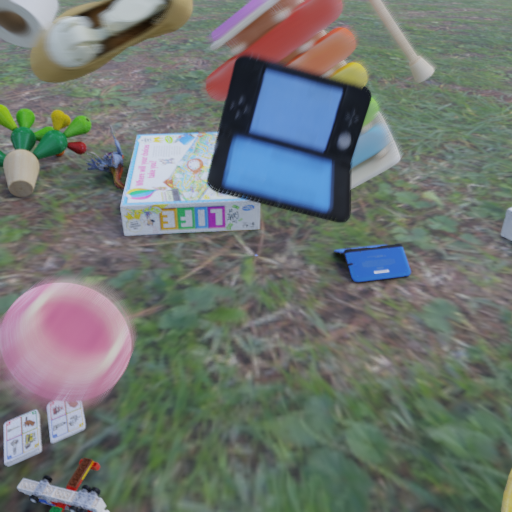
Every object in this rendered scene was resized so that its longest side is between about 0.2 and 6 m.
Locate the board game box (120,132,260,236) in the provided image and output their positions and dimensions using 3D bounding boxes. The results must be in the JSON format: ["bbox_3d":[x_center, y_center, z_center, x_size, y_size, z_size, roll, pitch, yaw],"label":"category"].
[{"bbox_3d":[-1.284,-1.567,11.100,2.379,0.606,3.539,-3,32,-5],"label":"board game box"}]

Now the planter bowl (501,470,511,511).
[{"bbox_3d":[3.182,2.652,3.537,3.352,1.396,3.352,-1,32,0],"label":"planter bowl"}]

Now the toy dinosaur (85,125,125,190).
[{"bbox_3d":[-3.103,-1.941,11.983,0.806,1.535,1.393,-27,1,11],"label":"toy dinosaur"}]

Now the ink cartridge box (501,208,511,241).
[{"bbox_3d":[5.012,-0.545,9.506,1.313,0.544,0.964,-18,36,-26],"label":"ink cartridge box"}]

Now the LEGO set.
[{"bbox_3d":[-2.159,2.253,5.365,1.341,0.441,1.795,-23,35,-12],"label":"LEGO set"}]

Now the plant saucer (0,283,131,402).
[{"bbox_3d":[-1.636,0.704,4.977,1.149,0.291,1.149,21,47,-24],"label":"plant saucer"}]

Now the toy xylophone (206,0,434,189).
[{"bbox_3d":[0.902,-2.247,7.169,3.009,2.203,0.756,35,35,-29],"label":"toy xylophone"}]

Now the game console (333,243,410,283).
[{"bbox_3d":[1.823,0.106,8.894,0.965,0.571,0.824,-7,63,-10],"label":"game console"}]

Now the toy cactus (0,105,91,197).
[{"bbox_3d":[-4.891,-2.115,11.654,2.920,1.493,2.410,-6,51,-14],"label":"toy cactus"}]

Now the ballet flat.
[{"bbox_3d":[-1.740,-2.574,6.275,2.100,0.721,0.662,-22,11,10],"label":"ballet flat"}]

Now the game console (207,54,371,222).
[{"bbox_3d":[0.344,-1.118,5.245,1.379,1.213,0.802,13,20,-8],"label":"game console"}]

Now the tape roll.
[{"bbox_3d":[-3.599,-3.768,8.524,0.954,0.954,0.655,7,66,10],"label":"tape roll"}]
